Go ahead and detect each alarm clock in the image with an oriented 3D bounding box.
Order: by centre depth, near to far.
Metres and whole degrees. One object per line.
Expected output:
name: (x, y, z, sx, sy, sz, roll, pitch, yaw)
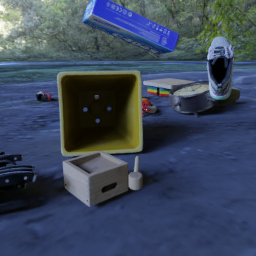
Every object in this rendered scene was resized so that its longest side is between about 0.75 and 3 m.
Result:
alarm clock: (2.435, -1.198, 10.323, 1.704, 0.841, 2.527, -8, 24, 17)

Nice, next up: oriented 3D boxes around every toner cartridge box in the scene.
toner cartridge box: (0.079, -3.089, 8.685, 2.757, 0.595, 1.310, 17, 3, -22)

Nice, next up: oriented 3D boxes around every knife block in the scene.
knife block: (-2.434, 0.936, 3.727, 1.935, 0.705, 2.204, 5, 16, 20)

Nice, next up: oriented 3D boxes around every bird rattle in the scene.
bird rattle: (0.471, -0.878, 9.967, 1.262, 0.872, 1.547, 9, 13, -32)

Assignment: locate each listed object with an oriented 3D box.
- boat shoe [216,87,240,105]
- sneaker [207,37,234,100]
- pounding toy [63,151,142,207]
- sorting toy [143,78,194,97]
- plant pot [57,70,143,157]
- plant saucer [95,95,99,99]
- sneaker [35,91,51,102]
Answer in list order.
boat shoe: (3.352, -1.401, 11.405, 2.280, 0.832, 0.717, -6, 36, 5)
sneaker: (2.171, -1.611, 6.509, 0.654, 1.682, 1.176, -4, -18, 18)
pounding toy: (-0.241, 0.819, 4.419, 1.075, 0.560, 1.223, -13, 21, -38)
sorting toy: (2.062, -1.959, 13.735, 1.894, 0.659, 1.882, -13, 21, -37)
plant pot: (-0.690, -0.398, 6.771, 1.757, 1.769, 1.809, -3, 6, -9)
plant saucer: (-1.163, -1.504, 12.916, 1.515, 0.261, 1.515, 0, 15, 0)
sneaker: (-3.840, -1.382, 12.270, 1.054, 0.373, 0.515, 16, 21, 41)
